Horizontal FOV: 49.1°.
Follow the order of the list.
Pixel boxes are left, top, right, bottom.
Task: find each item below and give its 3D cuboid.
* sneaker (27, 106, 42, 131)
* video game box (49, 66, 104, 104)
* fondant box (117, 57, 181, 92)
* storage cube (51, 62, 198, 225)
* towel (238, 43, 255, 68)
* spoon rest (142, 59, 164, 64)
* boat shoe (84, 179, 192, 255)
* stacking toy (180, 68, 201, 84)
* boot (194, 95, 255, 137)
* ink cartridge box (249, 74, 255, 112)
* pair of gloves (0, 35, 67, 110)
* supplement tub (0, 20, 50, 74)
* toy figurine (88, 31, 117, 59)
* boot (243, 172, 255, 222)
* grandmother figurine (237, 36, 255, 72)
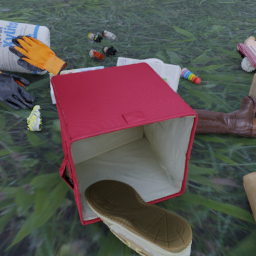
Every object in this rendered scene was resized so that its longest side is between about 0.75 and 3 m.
[{"bbox_3d":[-2.890,-0.335,8.637,0.426,0.420,1.114,-6,38,-13],"label":"sneaker"},{"bbox_3d":[-1.727,-1.605,10.111,2.096,0.491,1.910,-9,36,-11],"label":"video game box"},{"bbox_3d":[0.537,-1.333,8.721,1.946,1.404,0.567,13,3,17],"label":"fondant box"},{"bbox_3d":[-0.268,0.183,6.389,2.782,2.378,2.500,-12,39,-15],"label":"storage cube"},{"bbox_3d":[5.573,-2.790,11.345,2.075,0.236,1.495,7,46,-20],"label":"towel"},{"bbox_3d":[0.650,-2.512,11.333,1.771,0.537,0.880,-1,38,-3],"label":"spoon rest"},{"bbox_3d":[0.063,1.845,5.468,0.981,0.880,2.651,-27,30,-31],"label":"boat shoe"},{"bbox_3d":[2.431,-1.967,10.815,0.372,0.372,0.871,-26,49,-29],"label":"stacking toy"},{"bbox_3d":[2.872,-0.460,8.701,2.048,0.658,1.909,3,36,11],"label":"boot"},{"bbox_3d":[4.568,-0.921,8.720,0.567,1.243,1.509,-23,44,-26],"label":"ink cartridge box"},{"bbox_3d":[-3.561,-1.916,9.479,2.184,0.303,2.451,35,80,5],"label":"pair of gloves"},{"bbox_3d":[-4.507,-3.098,10.693,2.822,1.861,1.861,4,37,-11],"label":"supplement tub"},{"bbox_3d":[-1.138,-3.664,12.312,1.166,1.148,0.811,-28,40,-32],"label":"toy figurine"},{"bbox_3d":[2.608,2.028,5.300,2.582,0.975,2.948,10,37,2],"label":"boot"},{"bbox_3d":[5.372,-3.143,12.050,1.455,0.726,2.399,18,44,20],"label":"grandmother figurine"}]
